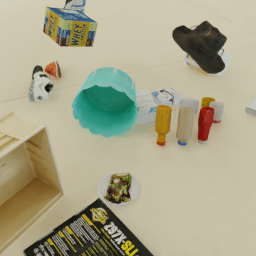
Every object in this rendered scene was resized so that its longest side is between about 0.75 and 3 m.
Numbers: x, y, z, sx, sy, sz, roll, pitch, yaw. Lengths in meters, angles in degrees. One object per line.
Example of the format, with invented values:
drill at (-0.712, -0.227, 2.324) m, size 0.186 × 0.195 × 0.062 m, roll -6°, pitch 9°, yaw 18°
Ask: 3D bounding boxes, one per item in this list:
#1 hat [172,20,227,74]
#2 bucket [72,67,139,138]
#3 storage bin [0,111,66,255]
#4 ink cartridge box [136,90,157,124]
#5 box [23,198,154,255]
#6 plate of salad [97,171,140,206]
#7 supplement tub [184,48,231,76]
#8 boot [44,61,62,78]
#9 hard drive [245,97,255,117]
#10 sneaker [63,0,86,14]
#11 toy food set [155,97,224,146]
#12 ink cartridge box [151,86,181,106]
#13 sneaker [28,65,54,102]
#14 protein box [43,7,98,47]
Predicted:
hat at (2.699, -2.952, 9.443) m, size 2.434 × 0.982 × 2.434 m, roll 22°, pitch 45°, yaw -24°
bucket at (-0.711, -0.917, 9.728) m, size 2.246 × 2.246 × 1.461 m, roll 3°, pitch 40°, yaw 4°
storage bin at (-3.035, 1.379, 6.706) m, size 1.214 × 2.590 × 2.571 m, roll 24°, pitch 46°, yaw 27°
ink cartridge box at (0.590, -0.850, 10.838) m, size 0.858 × 0.506 × 1.490 m, roll -9°, pitch 42°, yaw -10°
box at (-0.678, 3.132, 6.164) m, size 2.175 × 0.672 × 2.724 m, roll -29°, pitch 49°, yaw -32°
plate of salad at (-0.264, 1.685, 8.093) m, size 1.248 × 0.300 × 1.248 m, roll 1°, pitch 41°, yaw -1°
supplement tub at (3.664, -3.263, 13.011) m, size 1.785 × 1.291 × 1.291 m, roll 33°, pitch 51°, yaw 31°
boot at (-3.490, -2.624, 12.953) m, size 0.729 × 0.510 × 1.360 m, roll -17°, pitch 39°, yaw -8°
hard drive at (5.865, -0.965, 11.134) m, size 1.526 × 0.304 × 2.315 m, roll 29°, pitch 48°, yaw 30°
sneaker at (-2.057, -4.713, 11.137) m, size 0.973 × 2.526 × 0.957 m, roll 26°, pitch 29°, yaw -24°
toy food set at (2.315, -0.208, 9.889) m, size 2.973 × 1.338 × 1.419 m, roll -15°, pitch 26°, yaw -43°
ink cartridge box at (1.540, -1.247, 11.359) m, size 1.002 × 0.422 × 0.725 m, roll -22°, pitch 46°, yaw -24°
sneaker at (-3.596, -1.898, 11.900) m, size 0.929 × 0.778 × 2.099 m, roll -5°, pitch 51°, yaw -5°
protein box at (-1.979, -3.432, 9.542) m, size 1.295 × 0.874 × 1.286 m, roll -14°, pitch 45°, yaw -41°
